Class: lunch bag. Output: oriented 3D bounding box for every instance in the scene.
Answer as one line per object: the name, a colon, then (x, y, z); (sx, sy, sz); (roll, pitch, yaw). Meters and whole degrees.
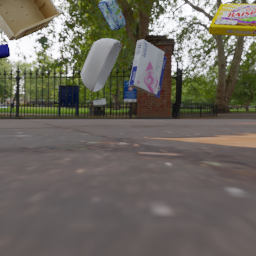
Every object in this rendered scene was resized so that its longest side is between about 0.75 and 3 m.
lunch bag: (-0.570, -4.026, 9.938); (0.452, 1.097, 0.882); (-36, 29, -9)

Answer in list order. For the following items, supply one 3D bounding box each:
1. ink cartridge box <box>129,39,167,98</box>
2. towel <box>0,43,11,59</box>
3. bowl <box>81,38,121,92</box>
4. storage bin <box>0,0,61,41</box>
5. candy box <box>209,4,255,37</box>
ink cartridge box: (0.871, -2.124, 10.320); (1.715, 1.684, 0.371); (14, -6, -42)
towel: (-4.554, -2.512, 9.482); (1.097, 0.272, 0.810); (-15, 42, -11)
bowl: (-1.105, -2.566, 11.026); (0.798, 2.138, 2.135); (27, 15, 0)
storage bin: (-3.157, -3.608, 8.119); (0.772, 1.646, 1.634); (-17, 22, 46)
candy box: (3.324, -2.709, 7.005); (2.291, 0.303, 1.171); (13, 53, 27)
